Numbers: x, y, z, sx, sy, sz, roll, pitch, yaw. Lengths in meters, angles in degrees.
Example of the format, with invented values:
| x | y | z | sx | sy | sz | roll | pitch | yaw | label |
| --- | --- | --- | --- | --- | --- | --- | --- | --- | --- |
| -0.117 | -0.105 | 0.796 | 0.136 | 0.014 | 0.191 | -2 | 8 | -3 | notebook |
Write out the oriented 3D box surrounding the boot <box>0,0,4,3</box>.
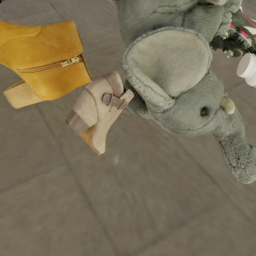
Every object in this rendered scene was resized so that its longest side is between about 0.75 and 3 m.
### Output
| x | y | z | sx | sy | sz | roll | pitch | yaw | label |
| --- | --- | --- | --- | --- | --- | --- | --- | --- | --- |
| -3.079 | -3.287 | 6.456 | 0.336 | 0.690 | 0.917 | -24 | 19 | -33 | boot |

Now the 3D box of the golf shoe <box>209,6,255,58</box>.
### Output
| x | y | z | sx | sy | sz | roll | pitch | yaw | label |
| --- | --- | --- | --- | --- | --- | --- | --- | --- | --- |
| 2.742 | -1.584 | 5.699 | 2.252 | 0.869 | 0.992 | 38 | 72 | -8 | golf shoe |

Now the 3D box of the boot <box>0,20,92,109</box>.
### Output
| x | y | z | sx | sy | sz | roll | pitch | yaw | label |
| --- | --- | --- | --- | --- | --- | --- | --- | --- | --- |
| -1.793 | -1.628 | 5.019 | 1.757 | 2.454 | 0.863 | -24 | 29 | 2 | boot |

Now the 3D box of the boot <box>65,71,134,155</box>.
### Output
| x | y | z | sx | sy | sz | roll | pitch | yaw | label |
| --- | --- | --- | --- | --- | --- | --- | --- | --- | --- |
| -0.303 | -0.179 | 3.955 | 0.953 | 1.303 | 0.458 | -45 | 66 | -8 | boot |

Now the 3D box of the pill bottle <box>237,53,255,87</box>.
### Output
| x | y | z | sx | sy | sz | roll | pitch | yaw | label |
| --- | --- | --- | --- | --- | --- | --- | --- | --- | --- |
| 2.049 | -0.776 | 3.996 | 0.880 | 0.495 | 0.495 | 17 | 48 | -6 | pill bottle |

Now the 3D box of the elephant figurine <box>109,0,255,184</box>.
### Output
| x | y | z | sx | sy | sz | roll | pitch | yaw | label |
| --- | --- | --- | --- | --- | --- | --- | --- | --- | --- |
| 0.726 | -0.836 | 4.371 | 2.310 | 2.106 | 2.977 | -1 | 74 | 37 | elephant figurine |
